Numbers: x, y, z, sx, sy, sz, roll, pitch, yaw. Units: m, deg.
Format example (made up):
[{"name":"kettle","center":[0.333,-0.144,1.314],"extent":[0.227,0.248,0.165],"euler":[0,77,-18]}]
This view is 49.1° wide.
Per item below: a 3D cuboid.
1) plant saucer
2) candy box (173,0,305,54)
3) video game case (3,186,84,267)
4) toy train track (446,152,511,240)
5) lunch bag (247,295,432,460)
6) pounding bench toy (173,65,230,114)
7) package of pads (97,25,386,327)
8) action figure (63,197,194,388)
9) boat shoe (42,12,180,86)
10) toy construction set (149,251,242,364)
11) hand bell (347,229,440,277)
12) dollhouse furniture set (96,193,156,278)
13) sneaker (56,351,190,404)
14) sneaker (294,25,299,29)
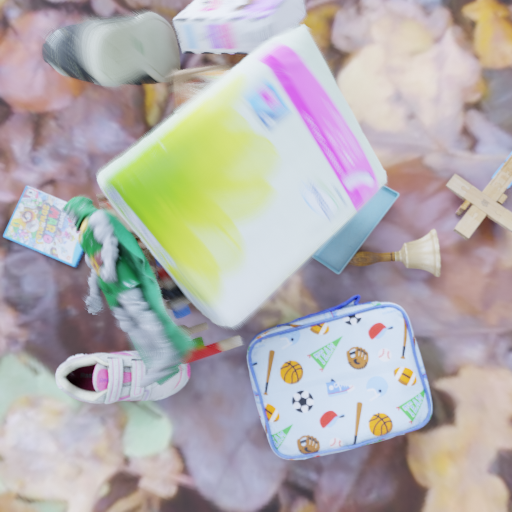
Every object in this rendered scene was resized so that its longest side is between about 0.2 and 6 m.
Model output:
[{"name":"plant saucer","center":[1.864,-0.544,10.484],"extent":[0.664,0.180,1.900],"euler":[36,86,27]},{"name":"candy box","center":[-0.274,-4.142,9.733],"extent":[1.798,0.643,1.508],"euler":[10,49,25]},{"name":"video game case","center":[-3.876,-0.557,10.602],"extent":[1.498,0.133,1.072],"euler":[23,84,2]},{"name":"toy train track","center":[4.560,-1.334,10.582],"extent":[1.497,0.425,2.611],"euler":[38,80,11]},{"name":"lunch bag","center":[1.444,2.064,9.846],"extent":[3.080,1.164,2.468],"euler":[-15,82,-1]},{"name":"pounding bench toy","center":[-0.751,-2.342,9.963],"extent":[1.061,1.708,1.332],"euler":[-16,39,-23]},{"name":"package of pads","center":[-0.047,-1.118,8.454],"extent":[3.741,1.276,2.890],"euler":[-42,114,-15]},{"name":"action figure","center":[-2.016,0.382,8.185],"extent":[0.825,1.783,3.019],"euler":[-19,70,-37]},{"name":"boat shoe","center":[-2.226,-3.442,9.405],"extent":[1.075,3.179,1.142],"euler":[2,110,20]},{"name":"toy construction set","center":[-0.742,0.512,9.659],"extent":[1.773,1.924,2.307],"euler":[-16,75,-9]},{"name":"hand bell","center":[2.463,0.014,10.337],"extent":[1.687,0.878,0.878],"euler":[-5,84,11]},{"name":"dollhouse furniture set","center":[-2.423,-0.388,9.809],"extent":[0.843,1.619,1.636],"euler":[-18,78,-14]},{"name":"sneaker","center":[-2.392,2.166,9.850],"extent":[2.435,1.074,0.991],"euler":[-6,84,-1]},{"name":"sneaker","center":[0.777,-2.268,10.272],"extent":[1.695,1.245,3.745],"euler":[10,88,-2]}]
